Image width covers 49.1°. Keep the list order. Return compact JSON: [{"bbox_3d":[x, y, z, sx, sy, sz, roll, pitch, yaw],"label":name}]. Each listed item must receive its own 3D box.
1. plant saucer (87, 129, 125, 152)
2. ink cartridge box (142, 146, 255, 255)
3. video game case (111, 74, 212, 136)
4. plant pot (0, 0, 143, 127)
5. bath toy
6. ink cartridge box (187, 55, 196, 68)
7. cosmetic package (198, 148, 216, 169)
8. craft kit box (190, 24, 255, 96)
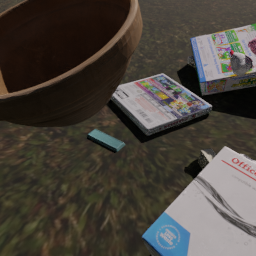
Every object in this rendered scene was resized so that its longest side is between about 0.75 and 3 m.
[{"bbox_3d":[-0.607,0.313,7.599,1.077,0.102,0.376,25,44,27],"label":"plant saucer"},{"bbox_3d":[1.822,1.476,4.750,2.846,0.949,1.648,-42,51,-19],"label":"ink cartridge box"},{"bbox_3d":[0.909,-0.885,8.995,2.366,0.298,2.596,-19,41,-23],"label":"video game case"},{"bbox_3d":[-1.100,-1.002,4.470,2.938,1.356,2.938,-11,48,12],"label":"plant pot"},{"bbox_3d":[3.323,-2.069,6.865,0.699,1.891,0.822,56,26,8],"label":"bath toy"},{"bbox_3d":[2.844,-2.645,11.232,0.573,0.333,0.786,-20,43,-23],"label":"ink cartridge box"},{"bbox_3d":[1.985,0.921,6.529,0.312,0.441,0.853,-8,39,-12],"label":"cosmetic package"},{"bbox_3d":[3.858,-2.550,9.951,2.923,0.718,2.960,-11,45,15],"label":"craft kit box"}]
